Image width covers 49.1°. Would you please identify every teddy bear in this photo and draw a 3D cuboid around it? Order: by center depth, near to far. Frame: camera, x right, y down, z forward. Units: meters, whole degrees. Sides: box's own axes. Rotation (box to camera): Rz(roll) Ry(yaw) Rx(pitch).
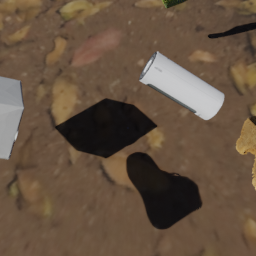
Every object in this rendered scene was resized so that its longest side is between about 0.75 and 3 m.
[{"bbox_3d":[2.563,0.359,4.249,0.750,2.247,1.629,17,84,-9],"label":"teddy bear"}]

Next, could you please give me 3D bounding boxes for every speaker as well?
[{"bbox_3d":[0.588,-0.446,3.036,0.892,0.362,0.362,29,68,-12],"label":"speaker"}]

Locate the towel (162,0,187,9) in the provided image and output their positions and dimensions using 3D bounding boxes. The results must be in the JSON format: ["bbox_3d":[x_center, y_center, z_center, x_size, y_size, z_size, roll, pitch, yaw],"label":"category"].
[{"bbox_3d":[1.642,-3.558,5.780,2.401,1.724,0.273,-25,67,17],"label":"towel"}]

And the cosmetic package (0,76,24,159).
[{"bbox_3d":[-3.012,-0.301,4.532,2.307,1.241,0.979,10,34,-33],"label":"cosmetic package"}]
